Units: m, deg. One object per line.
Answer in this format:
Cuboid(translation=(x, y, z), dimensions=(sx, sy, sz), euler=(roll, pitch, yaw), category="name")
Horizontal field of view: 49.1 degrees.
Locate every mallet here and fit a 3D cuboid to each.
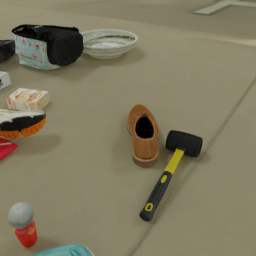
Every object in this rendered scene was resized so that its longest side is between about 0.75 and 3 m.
Cuboid(translation=(0.738, 0.834, 5.725), dimensions=(0.806, 0.504, 2.447), euler=(21, 43, 28), category="mallet")

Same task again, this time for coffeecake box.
Cuboid(translation=(-2.928, -0.831, 8.256), dimensions=(0.959, 0.350, 0.736), euler=(7, 34, 11), category="coffeecake box")

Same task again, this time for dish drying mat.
Cuboid(translation=(-3.385, 0.805, 5.941), dimensions=(0.774, 0.183, 2.016), euler=(19, 38, 26), category="dish drying mat")

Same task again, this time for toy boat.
Cuboid(translation=(-1.255, 1.837, 3.809), dimensions=(1.491, 0.824, 1.774), euler=(-19, 38, -25), category="toy boat")

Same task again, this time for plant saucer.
Cuboid(translation=(-0.961, -3.558, 12.043), dimensions=(2.803, 0.703, 2.803), euler=(0, 33, 0), category="plant saucer")

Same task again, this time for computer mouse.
Cuboid(translation=(-5.216, -3.204, 11.586), dimensions=(2.073, 0.789, 2.994), euler=(-1, 22, 2), category="computer mouse")

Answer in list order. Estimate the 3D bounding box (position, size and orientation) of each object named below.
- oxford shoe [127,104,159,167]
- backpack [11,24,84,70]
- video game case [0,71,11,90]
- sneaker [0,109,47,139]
Cuboid(translation=(0.396, -0.089, 6.762), dimensions=(0.805, 0.805, 2.258), euler=(-4, 32, -3), category="oxford shoe")
Cuboid(translation=(-3.171, -3.088, 10.570), dimensions=(2.473, 1.565, 2.063), euler=(15, 25, 22), category="backpack")
Cuboid(translation=(-5.285, -1.438, 9.065), dimensions=(2.074, 0.471, 1.880), euler=(14, 36, 21), category="video game case")
Cuboid(translation=(-3.002, -0.251, 6.527), dimensions=(2.085, 0.789, 0.959), euler=(-12, 55, -21), category="sneaker")
